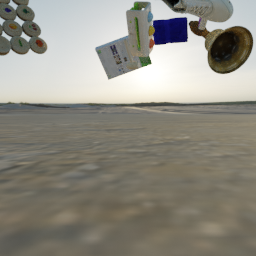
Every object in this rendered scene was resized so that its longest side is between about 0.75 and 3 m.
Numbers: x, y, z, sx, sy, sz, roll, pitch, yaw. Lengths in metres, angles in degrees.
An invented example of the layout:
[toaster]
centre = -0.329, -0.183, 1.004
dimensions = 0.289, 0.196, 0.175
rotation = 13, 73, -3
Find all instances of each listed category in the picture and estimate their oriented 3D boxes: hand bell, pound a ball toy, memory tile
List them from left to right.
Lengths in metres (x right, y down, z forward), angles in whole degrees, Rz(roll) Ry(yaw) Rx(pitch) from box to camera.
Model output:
[memory tile]
centre = -2.262, -2.071, 5.368
dimensions = 1.157, 1.509, 0.127
rotation = -15, -12, -42
[pound a ball toy]
centre = 0.276, -1.963, 6.068
dimensions = 0.524, 1.233, 0.804
rotation = 12, 48, 20
[hand bell]
centre = 2.775, -3.198, 9.672
dimensions = 1.533, 1.533, 2.943
rotation = -1, 37, -17

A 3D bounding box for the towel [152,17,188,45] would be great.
[towel]
centre = 1.642, -3.741, 10.918
dimensions = 1.378, 1.018, 0.341
rotation = -2, 39, 13

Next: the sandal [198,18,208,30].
[sandal]
centre = 2.232, -3.800, 8.370
dimensions = 0.542, 0.897, 2.205
rotation = 11, -25, 11

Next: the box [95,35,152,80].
[box]
centre = -0.141, -2.709, 10.520
dimensions = 1.842, 1.329, 0.335
rotation = -17, 35, 8

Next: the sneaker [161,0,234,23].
[sneaker]
centre = 1.659, -3.328, 7.403
dimensions = 2.447, 0.992, 0.920
rotation = 20, -33, -12
